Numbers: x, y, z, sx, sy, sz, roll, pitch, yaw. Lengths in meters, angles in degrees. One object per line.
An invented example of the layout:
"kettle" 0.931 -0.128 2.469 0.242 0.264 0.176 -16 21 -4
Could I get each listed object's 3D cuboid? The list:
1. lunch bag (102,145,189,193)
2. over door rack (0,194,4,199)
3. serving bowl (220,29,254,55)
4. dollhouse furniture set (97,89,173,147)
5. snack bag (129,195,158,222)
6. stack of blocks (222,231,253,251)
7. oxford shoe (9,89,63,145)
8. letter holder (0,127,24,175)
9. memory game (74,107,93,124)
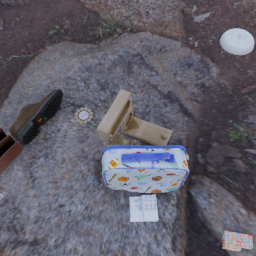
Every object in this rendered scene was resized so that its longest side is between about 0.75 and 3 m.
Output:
"lunch bag" 0.588 1.304 9.179 2.853 2.286 1.078 -2 59 0
"over door rack" -4.676 2.482 9.584 0.621 0.280 0.841 29 83 18
"serving bowl" 5.442 -4.367 13.823 1.662 0.547 1.662 0 58 0
"dollhouse furniture set" 0.390 0.099 9.908 1.874 2.300 2.187 21 62 15
"snack bag" 0.518 2.732 9.571 0.972 0.104 0.916 -1 58 -1
"stack of blocks" 3.478 3.627 8.907 0.885 0.259 0.510 8 58 4
"oxford shoe" -3.692 -0.699 11.236 1.149 0.989 2.721 28 62 18
"letter holder" -4.747 0.903 10.135 0.785 1.110 1.562 27 61 16
"memory game" -1.838 -0.519 11.625 0.797 0.051 0.797 -1 63 2
